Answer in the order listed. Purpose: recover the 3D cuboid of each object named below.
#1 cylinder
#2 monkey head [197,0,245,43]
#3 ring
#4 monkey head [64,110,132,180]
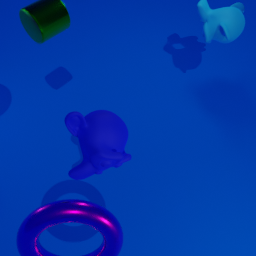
[{"bbox_3d":[-1.640,-2.159,5.561,0.716,0.716,0.716,37,62,21],"label":"cylinder"},{"bbox_3d":[2.529,-2.969,7.603,1.090,1.301,1.809,-6,38,43],"label":"monkey head"},{"bbox_3d":[-0.925,1.847,4.573,1.708,1.708,0.342,-5,30,-3],"label":"ring"},{"bbox_3d":[-0.593,0.286,5.010,1.260,1.751,1.055,-29,72,16],"label":"monkey head"}]
